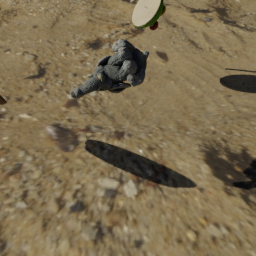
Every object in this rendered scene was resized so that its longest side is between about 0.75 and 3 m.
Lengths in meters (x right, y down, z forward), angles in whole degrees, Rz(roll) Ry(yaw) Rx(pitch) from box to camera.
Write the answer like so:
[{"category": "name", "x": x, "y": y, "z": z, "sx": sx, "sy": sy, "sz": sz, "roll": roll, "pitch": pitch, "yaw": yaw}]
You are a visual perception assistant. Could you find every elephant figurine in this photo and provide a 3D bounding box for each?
[{"category": "elephant figurine", "x": -0.378, "y": -1.176, "z": 6.093, "sx": 1.481, "sy": 1.149, "sz": 1.048, "roll": -28, "pitch": 53, "yaw": 33}]

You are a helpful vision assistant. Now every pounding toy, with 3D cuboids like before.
[{"category": "pounding toy", "x": 0.814, "y": -3.931, "z": 9.371, "sx": 0.760, "sy": 1.265, "sz": 1.639, "roll": 21, "pitch": 51, "yaw": -40}]

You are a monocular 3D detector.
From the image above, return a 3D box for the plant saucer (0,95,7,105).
[{"category": "plant saucer", "x": -3.762, "y": -1.164, "z": 6.467, "sx": 2.083, "sy": 2.083, "sz": 0.307, "roll": 29, "pitch": 75, "yaw": 26}]
